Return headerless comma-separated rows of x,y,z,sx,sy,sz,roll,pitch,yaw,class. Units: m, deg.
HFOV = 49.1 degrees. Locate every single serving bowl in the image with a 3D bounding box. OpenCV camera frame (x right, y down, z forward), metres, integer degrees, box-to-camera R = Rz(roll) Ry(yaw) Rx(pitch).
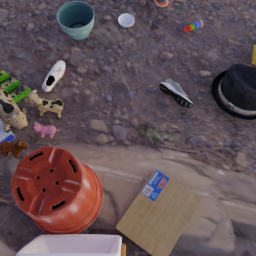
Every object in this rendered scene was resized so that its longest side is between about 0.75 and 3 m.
-0.074,-4.989,13.122,0.771,0.254,0.771,0,65,0,serving bowl

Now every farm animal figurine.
-3.916,-0.512,10.044,2.786,1.469,2.818,33,57,4,farm animal figurine

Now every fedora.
4.615,-1.634,10.926,2.642,1.206,2.642,-4,61,6,fedora

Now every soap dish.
-1.563,3.949,8.121,2.983,2.347,1.212,1,83,0,soap dish

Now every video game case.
-5.904,0.291,10.606,2.365,0.537,2.144,-40,74,-16,video game case

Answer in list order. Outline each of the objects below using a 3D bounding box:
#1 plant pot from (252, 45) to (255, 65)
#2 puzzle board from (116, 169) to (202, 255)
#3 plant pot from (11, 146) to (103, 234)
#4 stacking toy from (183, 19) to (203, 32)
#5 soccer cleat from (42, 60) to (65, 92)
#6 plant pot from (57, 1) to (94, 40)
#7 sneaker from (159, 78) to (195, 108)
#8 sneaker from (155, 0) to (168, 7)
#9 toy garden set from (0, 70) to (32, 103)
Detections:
5.882,-3.096,11.842,1.145,1.217,1.217,4,65,19,plant pot
1.083,2.927,9.637,1.908,0.220,2.532,33,69,15,puzzle board
-2.202,1.908,8.771,2.676,2.602,2.676,0,66,0,plant pot
2.988,-4.665,12.943,0.902,0.385,0.385,-25,68,-5,stacking toy
-3.037,-2.189,11.596,0.535,0.664,1.558,32,71,-13,soccer cleat
-2.262,-4.662,12.529,1.602,1.074,1.602,0,65,0,plant pot
2.066,-1.455,11.374,1.660,0.613,0.658,42,68,17,sneaker
1.319,-6.796,13.617,0.762,0.810,1.977,-36,71,-15,sneaker
-5.485,-1.695,11.176,2.406,0.480,2.006,32,50,13,toy garden set
